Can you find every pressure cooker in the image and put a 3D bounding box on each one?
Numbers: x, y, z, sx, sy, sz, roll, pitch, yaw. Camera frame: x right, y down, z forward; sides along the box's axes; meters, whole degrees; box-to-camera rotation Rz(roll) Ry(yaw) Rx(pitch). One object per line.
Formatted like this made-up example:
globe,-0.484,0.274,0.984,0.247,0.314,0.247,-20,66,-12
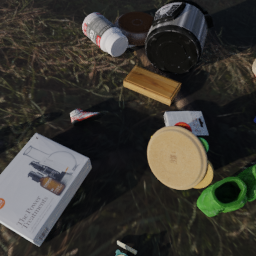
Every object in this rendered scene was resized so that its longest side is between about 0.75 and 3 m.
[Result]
pressure cooker,2.011,-3.828,11.428,2.310,2.346,2.627,24,58,-3

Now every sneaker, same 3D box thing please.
sneaker,-1.569,-0.508,10.281,1.104,0.369,0.592,-20,60,-10

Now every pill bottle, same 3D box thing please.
pill bottle,-0.987,-4.063,12.242,1.147,1.147,2.013,-33,61,-20

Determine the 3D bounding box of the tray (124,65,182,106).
tray,0.962,-1.731,11.123,2.056,0.381,1.014,25,59,17

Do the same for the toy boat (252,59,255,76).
toy boat,6.094,-2.636,11.347,1.427,1.424,2.183,43,62,-7

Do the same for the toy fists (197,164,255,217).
toy fists,3.296,1.766,8.145,2.712,1.382,0.933,-22,72,-14

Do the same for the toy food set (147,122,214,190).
toy food set,1.494,0.868,8.485,2.059,2.038,0.501,-11,4,38

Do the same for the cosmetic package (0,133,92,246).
cosmetic package,-2.759,1.734,8.548,2.119,0.726,2.811,22,58,17

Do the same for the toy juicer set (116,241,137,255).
toy juicer set,-0.053,3.593,7.467,0.711,0.304,1.117,2,54,11

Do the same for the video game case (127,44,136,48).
video game case,0.071,-4.035,12.853,0.942,0.112,0.857,-18,57,-12

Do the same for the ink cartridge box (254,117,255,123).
ink cartridge box,5.808,-0.649,10.297,2.255,0.499,1.060,-35,63,-21

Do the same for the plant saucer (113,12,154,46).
plant saucer,0.431,-4.787,13.113,2.445,0.447,2.445,1,54,-1

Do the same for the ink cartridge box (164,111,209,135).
ink cartridge box,2.069,-0.090,10.070,1.382,0.327,1.106,-1,55,-8
